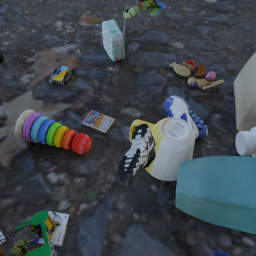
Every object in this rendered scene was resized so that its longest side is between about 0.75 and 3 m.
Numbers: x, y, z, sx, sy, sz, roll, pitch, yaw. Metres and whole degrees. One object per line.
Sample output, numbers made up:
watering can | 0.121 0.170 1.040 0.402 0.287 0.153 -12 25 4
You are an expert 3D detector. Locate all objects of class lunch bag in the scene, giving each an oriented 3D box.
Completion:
lunch bag | -0.644 -3.938 12.529 0.668 1.390 1.733 -15 51 -15

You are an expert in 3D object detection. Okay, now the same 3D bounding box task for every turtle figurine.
turtle figurine | 0.034 -4.897 10.482 1.690 2.277 2.348 -49 28 -17

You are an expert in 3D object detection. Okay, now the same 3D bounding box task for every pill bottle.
pill bottle | 4.608 0.471 9.136 1.916 1.075 1.075 -4 51 -2

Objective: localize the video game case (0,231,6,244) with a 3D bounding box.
video game case | -3.937 3.077 7.625 0.843 0.102 0.926 37 60 27

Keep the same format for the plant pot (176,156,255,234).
plant pot | 2.495 1.741 7.836 2.223 1.571 1.570 5 50 13

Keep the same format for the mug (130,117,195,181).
mug | 1.117 0.546 8.629 2.021 1.659 1.619 -2 52 -6

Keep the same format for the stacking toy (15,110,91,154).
stacking toy | -2.438 0.262 9.457 2.510 1.072 1.072 20 53 8

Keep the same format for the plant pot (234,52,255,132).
plant pot | 5.587 -1.520 9.838 2.846 2.522 2.849 8 51 7

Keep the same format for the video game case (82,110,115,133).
video game case | -1.085 -0.248 10.360 0.988 0.086 0.706 22 54 16

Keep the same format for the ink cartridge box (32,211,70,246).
ink cartridge box | -2.153 2.782 7.820 0.867 0.176 0.866 5 51 5

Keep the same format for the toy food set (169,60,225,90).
toy food set | 2.925 -2.241 11.866 1.435 0.356 2.257 -20 46 -16

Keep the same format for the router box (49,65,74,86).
router box | -2.826 -2.244 11.892 0.706 0.242 0.947 13 52 11

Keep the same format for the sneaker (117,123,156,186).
sneaker | 0.244 0.581 5.278 0.456 0.621 1.373 -14 38 37

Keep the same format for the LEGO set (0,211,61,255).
LEGO set | -2.578 3.489 6.728 2.689 1.558 2.067 -29 28 -23

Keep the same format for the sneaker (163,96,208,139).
sneaker | 1.743 -0.245 9.892 1.158 0.810 2.005 -25 56 -22

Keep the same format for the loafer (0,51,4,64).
loafer | -3.475 -1.343 6.234 1.438 0.488 0.505 -36 97 -4
